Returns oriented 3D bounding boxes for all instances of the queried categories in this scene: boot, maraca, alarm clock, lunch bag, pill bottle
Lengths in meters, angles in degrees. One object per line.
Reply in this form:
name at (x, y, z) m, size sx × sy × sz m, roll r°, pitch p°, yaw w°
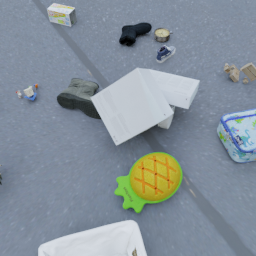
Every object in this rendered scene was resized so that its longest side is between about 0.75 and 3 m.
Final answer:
boot at (1.785, -3.556, 12.871) m, size 0.480 × 0.597 × 1.321 m, roll 30°, pitch 58°, yaw 21°
boot at (-1.507, -1.299, 11.079) m, size 2.339 × 0.792 × 1.528 m, roll 19°, pitch 49°, yaw 12°
maraca at (0.639, 1.635, 8.594) m, size 2.169 × 1.160 × 1.487 m, roll -32°, pitch 69°, yaw -8°
alarm clock at (1.584, -4.509, 13.740) m, size 1.160 × 0.386 × 0.782 m, roll -34°, pitch 60°, yaw -26°
lunch bag at (4.433, 0.171, 9.823) m, size 2.288 × 0.943 × 1.839 m, roll -8°, pitch 50°, yaw -8°
boot at (0.374, -4.521, 13.596) m, size 1.555 × 0.594 × 1.306 m, roll -2°, pitch 49°, yaw 7°
pill bottle at (0.641, -0.671, 10.304) m, size 1.997 × 1.142 × 1.142 m, roll 17°, pitch 54°, yaw 15°

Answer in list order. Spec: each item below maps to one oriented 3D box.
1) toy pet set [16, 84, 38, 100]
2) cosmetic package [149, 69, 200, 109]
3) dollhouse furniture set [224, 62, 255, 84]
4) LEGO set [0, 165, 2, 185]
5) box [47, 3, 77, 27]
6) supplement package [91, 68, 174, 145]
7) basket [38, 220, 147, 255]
toy pet set at (-3.996, -1.405, 11.438) m, size 0.907 × 0.482 × 0.847 m, roll -29°, pitch 23°, yaw -24°
cosmetic package at (1.406, -1.451, 10.085) m, size 2.026 × 0.524 × 1.528 m, roll 17°, pitch 33°, yaw 18°
dollhouse furniture set at (4.895, -2.544, 11.598) m, size 1.156 × 1.356 × 0.662 m, roll 37°, pitch 53°, yaw -21°
LEGO set at (-4.326, 1.063, 8.536) m, size 0.646 × 1.481 × 2.280 m, roll -32°, pitch 83°, yaw -9°
box at (-3.426, -5.896, 14.581) m, size 1.313 × 0.738 × 0.665 m, roll 18°, pitch 54°, yaw 15°
supplement package at (0.169, -0.712, 9.085) m, size 1.846 × 1.357 × 1.765 m, roll -29°, pitch 89°, yaw 22°
basket at (-0.756, 3.527, 6.861) m, size 2.447 × 1.509 × 1.658 m, roll -13°, pitch 54°, yaw -8°
